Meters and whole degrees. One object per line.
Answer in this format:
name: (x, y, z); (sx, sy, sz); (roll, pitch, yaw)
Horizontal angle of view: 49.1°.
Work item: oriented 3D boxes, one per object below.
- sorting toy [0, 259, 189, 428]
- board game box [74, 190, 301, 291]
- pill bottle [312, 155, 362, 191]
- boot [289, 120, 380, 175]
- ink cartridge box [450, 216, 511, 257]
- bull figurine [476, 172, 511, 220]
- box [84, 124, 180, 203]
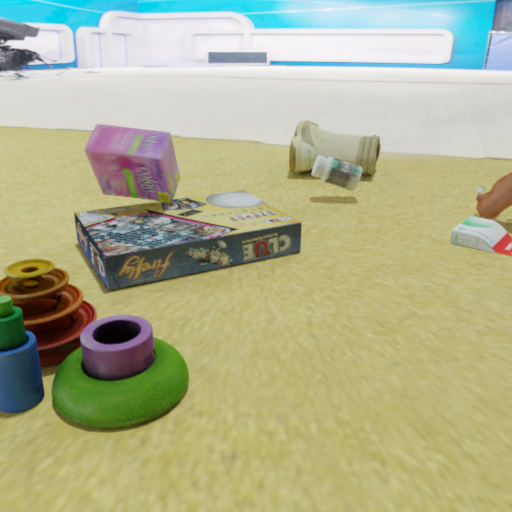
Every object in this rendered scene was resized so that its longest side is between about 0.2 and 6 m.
sorting toy: (-1.928, 0.709, 5.608); (2.619, 1.075, 1.574); (15, 27, 31)
board game box: (-1.112, -0.370, 8.888); (3.059, 0.529, 2.073); (-11, 25, -25)
pill bottle: (1.612, -1.676, 11.246); (0.907, 0.513, 0.513); (17, 23, -3)
boot: (1.981, -2.696, 13.830); (2.124, 0.995, 2.733); (4, 24, 9)
ink cartridge box: (3.871, -0.320, 9.141); (1.112, 0.278, 0.895); (15, 27, 35)
bull figurine: (4.516, -1.255, 9.766); (1.587, 0.517, 0.964); (-39, 10, 33)
box: (-1.981, -1.493, 9.157); (1.248, 1.098, 0.603); (7, 58, 7)
